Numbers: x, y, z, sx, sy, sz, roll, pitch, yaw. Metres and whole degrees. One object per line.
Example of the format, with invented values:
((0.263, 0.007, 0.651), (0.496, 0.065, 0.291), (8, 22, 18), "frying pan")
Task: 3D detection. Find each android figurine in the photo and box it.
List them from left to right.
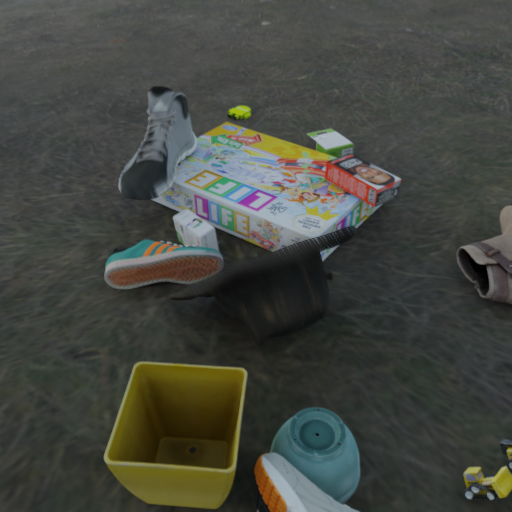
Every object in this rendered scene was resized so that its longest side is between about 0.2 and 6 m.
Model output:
((-0.473, -4.187, 16.391), (0.691, 0.156, 0.759), (24, 45, 28), "android figurine")

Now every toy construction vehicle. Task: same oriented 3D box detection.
((3.331, 2.589, 6.975), (1.113, 0.450, 1.279), (-18, -3, -43), "toy construction vehicle")

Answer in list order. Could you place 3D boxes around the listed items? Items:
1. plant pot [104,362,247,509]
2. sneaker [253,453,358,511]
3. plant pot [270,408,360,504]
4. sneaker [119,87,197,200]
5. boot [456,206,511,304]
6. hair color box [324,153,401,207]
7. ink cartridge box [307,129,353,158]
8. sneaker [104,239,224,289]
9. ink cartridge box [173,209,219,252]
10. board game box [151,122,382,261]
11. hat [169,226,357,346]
((-0.898, 2.351, 7.043), (1.468, 1.295, 1.468), (3, 38, 4), "plant pot")
((0.988, 3.224, 6.364), (1.180, 0.971, 2.565), (-19, 49, -34), "sneaker")
((0.765, 2.496, 7.246), (1.226, 0.821, 1.226), (0, 37, 0), "plant pot")
((-2.125, -2.538, 11.634), (1.136, 1.748, 3.027), (6, 37, 9), "sneaker")
((4.587, -0.088, 10.477), (1.760, 0.846, 2.407), (-3, 42, -12), "boot")
((2.161, -1.577, 11.490), (0.733, 0.442, 1.443), (-25, 45, -31), "hair color box")
((1.889, -2.848, 14.465), (0.797, 0.408, 1.078), (-16, 39, -19), "ink cartridge box")
((-1.714, 0.022, 10.458), (2.181, 0.778, 0.871), (-5, 42, -4), "sneaker")
((-1.187, -0.415, 11.086), (0.383, 0.661, 0.913), (-34, 49, -26), "ink cartridge box")
((0.172, -1.560, 12.475), (4.540, 0.777, 3.052), (24, 44, 27), "board game box")
((0.291, 0.659, 8.793), (3.212, 3.212, 1.296), (-20, 86, -24), "hat")
